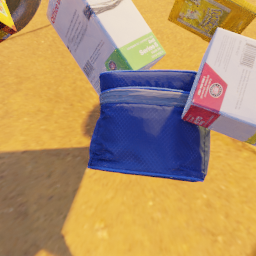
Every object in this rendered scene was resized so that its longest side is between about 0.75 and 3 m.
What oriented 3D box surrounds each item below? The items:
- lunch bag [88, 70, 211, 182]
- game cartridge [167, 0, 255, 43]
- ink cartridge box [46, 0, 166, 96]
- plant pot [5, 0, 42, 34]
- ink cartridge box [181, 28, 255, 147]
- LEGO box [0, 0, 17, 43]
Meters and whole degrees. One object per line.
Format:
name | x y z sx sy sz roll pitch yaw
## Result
lunch bag | 0.444 0.001 4.427 1.596 2.350 1.554 5 81 11
game cartridge | 2.452 -3.424 8.506 2.251 1.984 0.365 30 75 2
ink cartridge box | -0.655 -2.305 6.861 1.155 2.000 2.749 -35 92 -27
plant pot | -3.178 -3.814 7.350 2.646 2.646 0.364 33 16 27
ink cartridge box | 1.366 -0.345 2.985 1.305 0.544 0.947 21 73 5
LEGO box | -2.596 -2.228 4.983 0.443 0.855 1.148 -28 76 14
